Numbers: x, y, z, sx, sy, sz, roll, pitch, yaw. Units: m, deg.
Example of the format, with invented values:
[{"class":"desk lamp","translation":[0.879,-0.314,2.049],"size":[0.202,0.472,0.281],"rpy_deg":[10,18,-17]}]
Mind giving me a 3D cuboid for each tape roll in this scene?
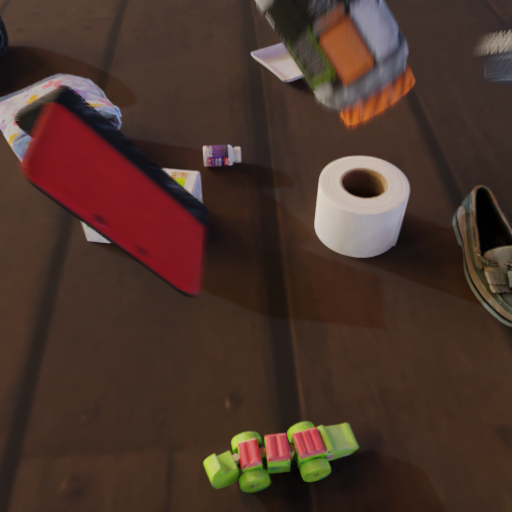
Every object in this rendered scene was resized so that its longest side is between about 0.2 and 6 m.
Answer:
[{"class":"tape roll","translation":[1.700,-0.819,9.165],"size":[1.441,0.990,1.441],"rpy_deg":[0,47,0]}]

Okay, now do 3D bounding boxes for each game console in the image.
[{"class":"game console","translation":[-1.245,-0.442,4.530],"size":[1.393,1.616,0.959],"rpy_deg":[-2,55,46]}]

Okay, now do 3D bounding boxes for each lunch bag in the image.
[{"class":"lunch bag","translation":[-3.645,-2.457,10.519],"size":[1.992,1.266,1.689],"rpy_deg":[-32,53,-14]}]

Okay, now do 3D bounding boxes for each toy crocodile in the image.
[{"class":"toy crocodile","translation":[0.299,2.314,6.578],"size":[1.831,0.565,0.618],"rpy_deg":[-8,48,-8]}]

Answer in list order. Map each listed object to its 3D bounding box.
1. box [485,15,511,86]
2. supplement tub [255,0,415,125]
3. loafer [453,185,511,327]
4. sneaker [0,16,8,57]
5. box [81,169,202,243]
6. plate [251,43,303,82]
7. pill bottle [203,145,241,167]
[{"class":"box","translation":[3.334,-2.490,6.735],"size":[0.796,0.874,0.455],"rpy_deg":[12,65,-2]},{"class":"supplement tub","translation":[1.250,-3.451,8.621],"size":[1.600,2.611,1.600],"rpy_deg":[-33,17,11]},{"class":"loafer","translation":[3.668,-0.069,8.616],"size":[0.889,0.778,2.474],"rpy_deg":[-4,48,-4]},{"class":"sneaker","translation":[-6.855,-4.800,12.788],"size":[1.389,1.162,3.060],"rpy_deg":[5,45,13]},{"class":"box","translation":[-1.876,-0.811,9.200],"size":[1.804,0.914,1.015],"rpy_deg":[6,47,5]},{"class":"plate","translation":[0.861,-4.531,13.086],"size":[1.484,0.240,1.487],"rpy_deg":[-24,52,-22]},{"class":"pill bottle","translation":[-0.642,-1.890,10.560],"size":[0.692,0.386,0.386],"rpy_deg":[-4,48,-3]}]
